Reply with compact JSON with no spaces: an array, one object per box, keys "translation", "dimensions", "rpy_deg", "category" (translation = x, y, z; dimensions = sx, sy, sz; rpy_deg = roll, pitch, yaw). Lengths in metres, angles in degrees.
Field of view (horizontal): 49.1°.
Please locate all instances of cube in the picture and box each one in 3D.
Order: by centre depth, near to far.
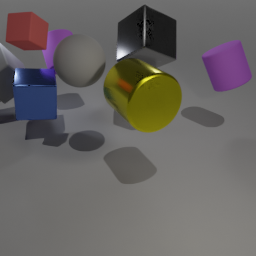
[{"translation":[-2.469,-2.360,6.899],"dimensions":[0.700,0.700,0.700],"rpy_deg":[4,-2,18],"category":"cube"},{"translation":[0.598,-2.823,9.072],"dimensions":[1.400,1.400,1.400],"rpy_deg":[9,-11,-37],"category":"cube"},{"translation":[-3.338,-1.238,10.166],"dimensions":[1.400,1.400,1.400],"rpy_deg":[-2,36,-17],"category":"cube"},{"translation":[-4.916,-2.107,10.950],"dimensions":[1.400,1.400,1.400],"rpy_deg":[-34,59,4],"category":"cube"}]

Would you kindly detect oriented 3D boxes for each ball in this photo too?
[{"translation":[-1.300,-1.797,7.552],"dimensions":[1.400,1.400,1.400],"rpy_deg":[0,29,0],"category":"ball"}]

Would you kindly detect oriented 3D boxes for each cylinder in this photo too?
[{"translation":[0.309,-0.798,6.607],"dimensions":[1.400,1.400,1.400],"rpy_deg":[-13,31,-23],"category":"cylinder"},{"translation":[3.588,-2.251,10.195],"dimensions":[1.400,1.400,1.400],"rpy_deg":[-24,17,8],"category":"cylinder"},{"translation":[-2.796,-3.132,11.645],"dimensions":[1.400,1.400,1.400],"rpy_deg":[-17,-4,-1],"category":"cylinder"}]
